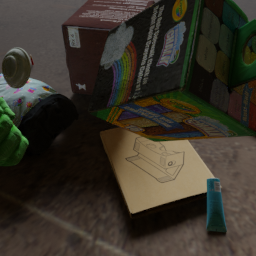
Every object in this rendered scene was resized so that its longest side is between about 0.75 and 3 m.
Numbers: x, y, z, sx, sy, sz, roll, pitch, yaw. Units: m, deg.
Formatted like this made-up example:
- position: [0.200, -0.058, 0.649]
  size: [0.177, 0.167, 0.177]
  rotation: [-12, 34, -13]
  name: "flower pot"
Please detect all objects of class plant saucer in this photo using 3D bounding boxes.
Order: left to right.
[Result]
- position: [-2.442, -1.281, 5.953]
  size: [0.874, 0.874, 0.219]
  rotation: [25, 15, 25]
  name: "plant saucer"

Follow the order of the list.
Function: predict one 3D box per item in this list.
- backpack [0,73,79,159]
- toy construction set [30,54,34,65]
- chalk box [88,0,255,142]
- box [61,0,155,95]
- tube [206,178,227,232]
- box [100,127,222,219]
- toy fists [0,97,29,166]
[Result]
- position: [-2.759, -0.502, 7.434]
  size: [2.313, 1.464, 1.931]
  rotation: [23, 49, 26]
  name: "backpack"
- position: [-3.892, -2.447, 10.136]
  size: [0.788, 0.726, 0.944]
  rotation: [25, 47, 25]
  name: "toy construction set"
- position: [0.990, -0.891, 4.493]
  size: [2.864, 1.775, 1.788]
  rotation: [-5, 67, 51]
  name: "chalk box"
- position: [-0.473, -2.701, 9.225]
  size: [2.274, 2.297, 2.769]
  rotation: [8, 43, 9]
  name: "box"
- position: [1.814, 1.593, 5.841]
  size: [0.414, 0.270, 1.070]
  rotation: [1, 65, 6]
  name: "tube"
- position: [0.661, 0.779, 6.893]
  size: [2.140, 0.278, 2.618]
  rotation: [-12, 43, -14]
  name: "box"
- position: [-1.369, -0.229, 2.398]
  size: [0.465, 1.351, 0.689]
  rotation: [-39, 23, -26]
  name: "toy fists"
